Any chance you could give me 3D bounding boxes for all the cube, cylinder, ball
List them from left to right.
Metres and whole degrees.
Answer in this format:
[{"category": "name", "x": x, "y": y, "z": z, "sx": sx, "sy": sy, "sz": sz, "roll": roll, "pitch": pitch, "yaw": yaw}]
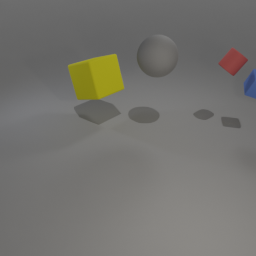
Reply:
[{"category": "cube", "x": -1.226, "y": -1.961, "z": 10.866, "sx": 1.400, "sy": 1.400, "sz": 1.400, "roll": 5, "pitch": 25, "yaw": 45}, {"category": "ball", "x": 0.999, "y": -2.416, "z": 9.460, "sx": 1.400, "sy": 1.400, "sz": 1.400, "roll": 0, "pitch": 31, "yaw": 0}, {"category": "cylinder", "x": 3.628, "y": -2.286, "z": 9.683, "sx": 0.700, "sy": 0.700, "sz": 0.700, "roll": 32, "pitch": 23, "yaw": -16}, {"category": "cube", "x": 4.549, "y": -1.503, "z": 9.771, "sx": 0.700, "sy": 0.700, "sz": 0.700, "roll": 18, "pitch": 49, "yaw": -1}]
